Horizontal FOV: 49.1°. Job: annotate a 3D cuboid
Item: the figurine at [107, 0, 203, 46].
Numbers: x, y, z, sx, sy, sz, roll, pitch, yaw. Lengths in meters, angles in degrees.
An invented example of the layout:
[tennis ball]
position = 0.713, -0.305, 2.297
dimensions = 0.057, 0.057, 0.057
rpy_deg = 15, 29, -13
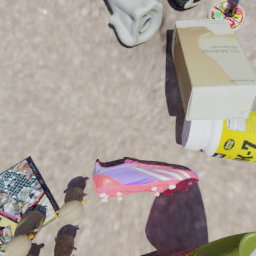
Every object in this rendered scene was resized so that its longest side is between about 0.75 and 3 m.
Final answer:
[figurine]
position = 0.272, -4.054, 7.480
dimensions = 2.992, 1.288, 2.920
rpy_deg = -37, 71, -8

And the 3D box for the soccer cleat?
[soccer cleat]
position = 0.397, 1.080, 6.388
dimensions = 2.411, 0.804, 0.922
rpy_deg = -7, 61, -3

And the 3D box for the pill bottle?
[pill bottle]
position = 2.351, 0.130, 6.369
dimensions = 2.065, 1.180, 1.180
rpy_deg = 8, 77, 2

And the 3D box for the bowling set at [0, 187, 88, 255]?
[bowling set]
position = -1.674, 2.575, 5.402
dimensions = 2.785, 1.495, 1.939
rpy_deg = -30, 96, -4

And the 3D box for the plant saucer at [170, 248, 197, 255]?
[plant saucer]
position = 0.866, 3.733, 5.938
dimensions = 1.875, 0.344, 1.871
rpy_deg = -16, 77, -5

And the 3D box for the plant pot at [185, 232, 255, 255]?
[plant pot]
position = 1.524, 2.127, 3.884
dimensions = 1.454, 1.554, 1.454
rpy_deg = 10, 43, -9

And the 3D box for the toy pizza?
[toy pizza]
position = 2.715, -3.088, 7.661
dimensions = 1.038, 0.165, 1.038
rpy_deg = 0, 77, 0

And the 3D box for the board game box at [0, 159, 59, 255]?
[board game box]
position = -2.878, 1.952, 6.335
dimensions = 2.258, 0.391, 1.530
rpy_deg = -32, 79, -7

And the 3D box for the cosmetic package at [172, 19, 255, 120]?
[cosmetic package]
position = 1.805, -1.404, 6.299
dimensions = 1.358, 0.918, 2.582
rpy_deg = -3, 48, 0
